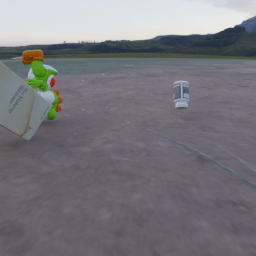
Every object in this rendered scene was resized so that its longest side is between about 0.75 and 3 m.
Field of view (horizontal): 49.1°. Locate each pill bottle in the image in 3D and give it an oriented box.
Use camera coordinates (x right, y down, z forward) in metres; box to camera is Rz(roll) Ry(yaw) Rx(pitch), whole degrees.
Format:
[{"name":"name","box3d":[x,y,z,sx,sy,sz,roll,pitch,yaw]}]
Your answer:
[{"name":"pill bottle","box3d":[1.769,-1.083,9.295,0.510,0.876,0.510,1,-9,0]}]

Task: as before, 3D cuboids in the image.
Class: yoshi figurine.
[{"name":"yoshi figurine","box3d":[-2.834,-1.196,8.496,1.175,2.098,1.179,-11,7,26]}]

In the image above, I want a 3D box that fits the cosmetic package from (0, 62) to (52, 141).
[{"name":"cosmetic package","box3d":[-2.860,-0.698,6.275,0.810,1.148,2.217,23,-13,30]}]
